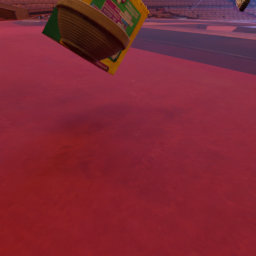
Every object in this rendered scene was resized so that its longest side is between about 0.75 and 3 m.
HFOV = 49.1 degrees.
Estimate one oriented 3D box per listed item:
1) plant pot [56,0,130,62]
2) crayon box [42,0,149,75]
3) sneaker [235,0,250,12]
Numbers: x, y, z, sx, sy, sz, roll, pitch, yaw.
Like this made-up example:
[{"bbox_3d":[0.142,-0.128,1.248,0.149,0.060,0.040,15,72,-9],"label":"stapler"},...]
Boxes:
[{"bbox_3d":[-0.869,-1.964,6.001,1.700,0.785,1.700,30,1,-1],"label":"plant pot"},{"bbox_3d":[-0.790,-3.190,8.333,0.828,2.450,2.839,33,7,27],"label":"crayon box"},{"bbox_3d":[2.183,-2.957,5.738,0.741,0.461,1.382,22,60,-1],"label":"sneaker"}]
